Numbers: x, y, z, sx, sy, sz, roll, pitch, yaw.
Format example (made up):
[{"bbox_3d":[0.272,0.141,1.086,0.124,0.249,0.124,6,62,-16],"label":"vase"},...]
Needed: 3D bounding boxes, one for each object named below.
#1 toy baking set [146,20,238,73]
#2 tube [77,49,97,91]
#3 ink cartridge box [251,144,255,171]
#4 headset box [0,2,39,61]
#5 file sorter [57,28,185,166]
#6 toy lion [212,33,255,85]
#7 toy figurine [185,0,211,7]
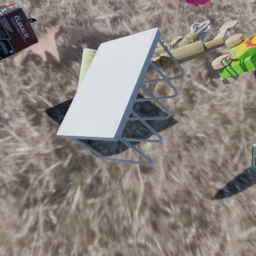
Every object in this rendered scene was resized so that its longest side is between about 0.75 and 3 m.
[{"bbox_3d":[1.049,-1.621,5.250,2.221,0.258,1.704,-16,30,12],"label":"toy baking set"},{"bbox_3d":[-0.761,-0.802,5.515,0.417,0.373,1.436,16,104,28],"label":"tube"},{"bbox_3d":[4.068,0.702,6.166,2.249,1.167,0.667,-6,107,-6],"label":"ink cartridge box"},{"bbox_3d":[-3.460,-2.319,7.064,2.395,0.925,1.783,-30,37,-13],"label":"headset box"},{"bbox_3d":[-0.007,-0.415,4.531,1.262,1.133,1.819,0,61,44],"label":"file sorter"},{"bbox_3d":[3.087,-1.917,6.512,0.640,1.786,1.863,54,50,-19],"label":"toy lion"},{"bbox_3d":[1.761,-4.009,7.154,1.669,1.813,1.361,40,45,-29],"label":"toy figurine"}]
